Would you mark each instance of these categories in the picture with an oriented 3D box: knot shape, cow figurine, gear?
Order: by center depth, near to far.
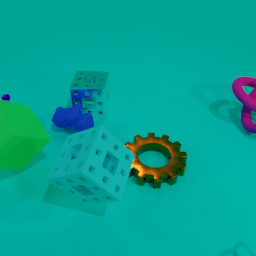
[{"bbox_3d":[0.657,0.772,7.101,1.627,0.301,1.627,1,41,-1],"label":"gear"},{"bbox_3d":[-1.562,-0.202,7.807,1.293,0.710,1.272,-5,27,7],"label":"cow figurine"},{"bbox_3d":[3.749,-0.882,7.957,1.853,0.856,1.734,-45,64,3],"label":"knot shape"}]

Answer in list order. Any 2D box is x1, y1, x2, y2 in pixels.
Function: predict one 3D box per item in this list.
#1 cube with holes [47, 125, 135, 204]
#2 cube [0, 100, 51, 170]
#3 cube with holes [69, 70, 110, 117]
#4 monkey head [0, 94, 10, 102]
[{"bbox_3d":[-0.679,0.742,5.369,1.017,1.017,1.017,-17,42,39],"label":"cube with holes"},{"bbox_3d":[-2.732,0.177,6.423,1.125,1.125,1.125,52,16,21],"label":"cube"},{"bbox_3d":[-1.144,-1.071,8.753,1.032,1.032,1.032,3,40,3],"label":"cube with holes"},{"bbox_3d":[-3.464,-0.180,7.559,0.866,1.436,1.033,44,29,15],"label":"monkey head"}]
